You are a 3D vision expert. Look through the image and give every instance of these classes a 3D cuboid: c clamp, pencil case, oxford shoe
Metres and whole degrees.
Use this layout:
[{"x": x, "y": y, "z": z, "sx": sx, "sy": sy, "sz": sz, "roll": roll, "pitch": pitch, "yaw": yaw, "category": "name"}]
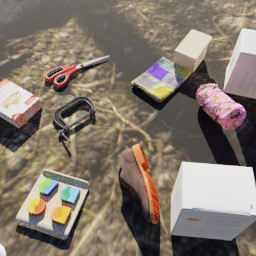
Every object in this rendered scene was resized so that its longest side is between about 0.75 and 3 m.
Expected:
[{"x": -1.995, "y": -0.416, "z": 10.738, "sx": 1.646, "sy": 0.261, "sz": 1.927, "roll": 35, "pitch": 63, "yaw": 27, "category": "c clamp"}, {"x": 3.335, "y": -0.828, "z": 10.199, "sx": 0.906, "sy": 0.947, "sz": 2.189, "roll": -14, "pitch": 37, "yaw": -9, "category": "pencil case"}, {"x": 0.320, "y": 1.813, "z": 8.895, "sx": 0.962, "sy": 0.944, "sz": 2.651, "roll": -22, "pitch": 52, "yaw": 10, "category": "oxford shoe"}]

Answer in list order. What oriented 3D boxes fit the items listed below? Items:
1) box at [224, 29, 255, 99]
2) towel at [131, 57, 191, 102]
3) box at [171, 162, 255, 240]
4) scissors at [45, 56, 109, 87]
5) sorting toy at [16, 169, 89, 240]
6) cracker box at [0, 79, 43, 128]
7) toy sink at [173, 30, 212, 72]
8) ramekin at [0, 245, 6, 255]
[{"x": 5.458, "y": -2.311, "z": 10.849, "sx": 2.808, "sy": 2.138, "sz": 1.493, "roll": 13, "pitch": 56, "yaw": 8, "category": "box"}, {"x": 1.425, "y": -2.095, "z": 11.861, "sx": 1.625, "sy": 0.258, "sz": 2.262, "roll": 39, "pitch": 64, "yaw": 24, "category": "towel"}, {"x": 2.196, "y": 2.078, "z": 7.655, "sx": 1.814, "sy": 2.382, "sz": 1.267, "roll": 5, "pitch": 55, "yaw": 3, "category": "box"}, {"x": -2.245, "y": -2.746, "z": 12.337, "sx": 2.966, "sy": 0.207, "sz": 1.085, "roll": -38, "pitch": 61, "yaw": -21, "category": "scissors"}, {"x": -2.326, "y": 2.294, "z": 8.757, "sx": 1.733, "sy": 0.341, "sz": 1.872, "roll": 14, "pitch": 57, "yaw": 10, "category": "sorting toy"}, {"x": -4.519, "y": -0.987, "z": 10.901, "sx": 1.939, "sy": 0.559, "sz": 1.299, "roll": 29, "pitch": 60, "yaw": 18, "category": "cracker box"}, {"x": 2.851, "y": -3.395, "z": 12.386, "sx": 1.037, "sy": 0.891, "sz": 1.591, "roll": 29, "pitch": 65, "yaw": 18, "category": "toy sink"}, {"x": -3.908, "y": 3.615, "z": 7.793, "sx": 0.862, "sy": 0.420, "sz": 0.862, "roll": 0, "pitch": 55, "yaw": 0, "category": "ramekin"}]
